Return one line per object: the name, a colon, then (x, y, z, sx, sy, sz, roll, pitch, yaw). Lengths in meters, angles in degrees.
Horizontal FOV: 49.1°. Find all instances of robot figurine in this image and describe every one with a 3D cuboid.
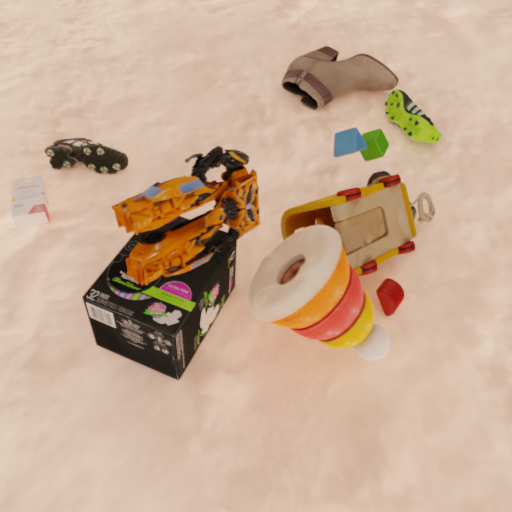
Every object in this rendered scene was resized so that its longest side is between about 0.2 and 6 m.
robot figurine: (-0.815, -0.554, 7.966, 2.336, 1.693, 0.680, -28, 41, -30)

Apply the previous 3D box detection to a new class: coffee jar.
coffee jar: (2.606, -1.079, 10.960, 0.528, 0.646, 1.238, -13, 51, -13)

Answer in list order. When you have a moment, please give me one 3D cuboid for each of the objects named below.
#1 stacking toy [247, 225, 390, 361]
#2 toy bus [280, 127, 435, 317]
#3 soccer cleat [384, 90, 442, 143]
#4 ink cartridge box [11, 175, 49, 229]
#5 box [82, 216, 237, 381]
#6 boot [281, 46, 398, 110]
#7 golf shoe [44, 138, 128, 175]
stacking toy: (1.152, 0.828, 8.348, 1.689, 2.312, 1.689, -37, 25, 21)
toy bus: (1.695, -0.529, 9.848, 1.484, 2.871, 2.709, -7, 54, 42)
soccer cleat: (3.571, -3.173, 12.890, 0.798, 0.665, 1.970, 13, 38, -25)
ink cartridge box: (-4.495, -1.086, 11.150, 0.638, 0.370, 1.096, -12, 51, -10)
box: (-1.441, 0.552, 9.023, 1.595, 1.335, 2.147, 20, 50, 13)
boot: (1.939, -4.200, 13.676, 2.506, 0.880, 1.832, 29, 62, 21)
golf shoe: (-3.562, -2.252, 11.989, 1.812, 0.700, 0.798, 8, 42, 6)
